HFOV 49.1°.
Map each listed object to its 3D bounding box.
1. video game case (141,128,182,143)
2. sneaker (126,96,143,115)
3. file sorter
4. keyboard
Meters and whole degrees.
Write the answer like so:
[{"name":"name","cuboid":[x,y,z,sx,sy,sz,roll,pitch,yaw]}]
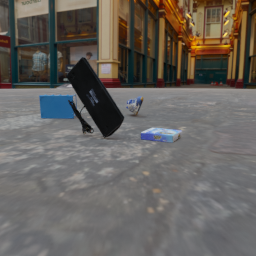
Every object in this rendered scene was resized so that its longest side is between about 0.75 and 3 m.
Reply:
[{"name":"video game case","cuboid":[0.846,0.166,7.008,0.831,0.189,0.753,5,12,26]},{"name":"sneaker","cuboid":[0.225,-0.926,11.165,0.595,0.508,1.349,25,-21,-1]},{"name":"file sorter","cuboid":[-2.657,-0.864,10.823,1.257,0.872,0.771,0,13,2]},{"name":"keyboard","cuboid":[-0.979,-0.647,7.139,1.291,2.031,0.209,-39,-14,28]}]
